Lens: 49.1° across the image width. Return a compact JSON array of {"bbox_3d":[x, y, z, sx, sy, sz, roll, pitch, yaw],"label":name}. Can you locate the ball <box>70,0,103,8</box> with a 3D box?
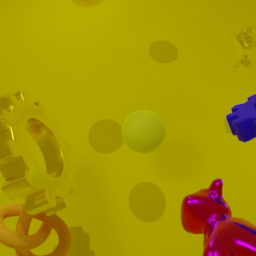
[{"bbox_3d":[-0.952,-3.321,6.350,1.090,1.090,1.090,0,57,0],"label":"ball"}]

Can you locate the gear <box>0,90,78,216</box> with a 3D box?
[{"bbox_3d":[-1.497,0.390,4.595,0.375,2.029,2.029,-25,59,8],"label":"gear"}]

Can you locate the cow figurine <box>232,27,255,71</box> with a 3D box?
[{"bbox_3d":[3.060,-2.041,7.446,0.547,0.981,0.997,-21,76,-42],"label":"cow figurine"}]

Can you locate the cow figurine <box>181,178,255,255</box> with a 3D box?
[{"bbox_3d":[1.344,1.348,3.452,1.543,0.847,1.519,10,27,26],"label":"cow figurine"}]

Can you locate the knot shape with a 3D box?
[{"bbox_3d":[-1.710,1.690,4.866,1.360,0.672,1.453,17,55,-44],"label":"knot shape"}]

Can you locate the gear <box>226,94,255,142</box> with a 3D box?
[{"bbox_3d":[2.505,-0.338,4.351,1.827,1.827,0.338,-28,101,-17],"label":"gear"}]

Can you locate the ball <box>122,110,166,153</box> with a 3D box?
[{"bbox_3d":[0.352,0.082,6.275,0.973,0.973,0.973,0,57,0],"label":"ball"}]
